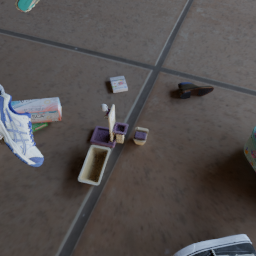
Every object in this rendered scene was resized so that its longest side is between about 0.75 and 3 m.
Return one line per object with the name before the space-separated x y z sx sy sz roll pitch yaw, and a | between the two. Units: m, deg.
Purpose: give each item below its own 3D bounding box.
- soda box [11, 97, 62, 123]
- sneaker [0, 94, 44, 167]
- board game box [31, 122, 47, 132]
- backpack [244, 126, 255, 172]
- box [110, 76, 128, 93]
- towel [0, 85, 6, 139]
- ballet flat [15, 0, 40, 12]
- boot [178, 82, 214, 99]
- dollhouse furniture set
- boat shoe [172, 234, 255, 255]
soda box | -3.641 -0.641 10.780 2.075 0.660 0.709 -6 52 -5
sneaker | -2.690 0.073 7.031 0.896 2.033 0.765 -39 20 -9
board game box | -4.137 -0.183 10.988 1.627 0.237 1.095 -26 56 -19
backpack | 5.250 0.825 9.135 2.327 2.030 2.648 -16 46 -6
box | -0.413 -1.941 12.404 0.651 0.172 0.836 -10 54 -8
towel | -5.440 -0.349 10.063 2.101 1.086 2.537 -36 53 17
ballet flat | -3.214 -4.910 9.807 1.976 0.747 0.631 -39 41 6
boot | 2.880 -1.751 12.016 1.490 0.557 0.722 -11 55 -6
dollhouse furniture set | -0.536 0.568 9.369 2.077 1.860 2.621 11 53 8
boat shoe | 2.316 3.646 7.572 2.541 0.938 0.868 -5 38 -15
